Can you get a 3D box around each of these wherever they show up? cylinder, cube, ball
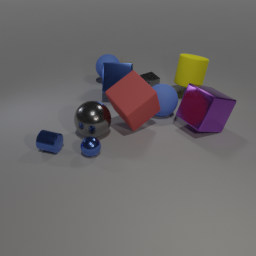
[{"bbox_3d":[3.073,-2.780,13.657,1.400,1.400,1.400,9,23,-4],"label":"cylinder"},{"bbox_3d":[0.219,-1.020,10.694,1.400,1.400,1.400,-39,63,-6],"label":"cube"},{"bbox_3d":[-2.718,0.464,9.749,0.700,0.700,0.700,12,30,11],"label":"cylinder"},{"bbox_3d":[-1.117,-3.431,15.739,1.400,1.400,1.400,0,29,0],"label":"ball"},{"bbox_3d":[-1.322,-0.326,10.527,1.400,1.400,1.400,0,29,0],"label":"ball"},{"bbox_3d":[-1.267,0.623,9.517,0.700,0.700,0.700,0,29,0],"label":"ball"},{"bbox_3d":[1.459,-1.207,12.092,1.400,1.400,1.400,0,29,0],"label":"ball"},{"bbox_3d":[-0.476,-2.345,13.685,1.400,1.400,1.400,2,1,2],"label":"cube"},{"bbox_3d":[1.003,-2.124,13.176,0.700,0.700,0.700,-21,47,-25],"label":"cube"},{"bbox_3d":[2.998,-0.769,10.861,1.400,1.400,1.400,3,27,-37],"label":"cube"}]
